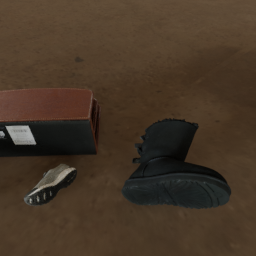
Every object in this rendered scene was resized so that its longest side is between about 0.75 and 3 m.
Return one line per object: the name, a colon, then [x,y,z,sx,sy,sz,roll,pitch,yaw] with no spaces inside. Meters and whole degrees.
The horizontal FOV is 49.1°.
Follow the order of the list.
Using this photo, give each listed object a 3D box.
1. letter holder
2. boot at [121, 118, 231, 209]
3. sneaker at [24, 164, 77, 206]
letter holder: [-2.062,-0.403,7.058,2.599,1.307,1.847,-1,49,2]
boot: [1.032,0.610,5.750,2.362,0.874,1.935,-13,36,41]
sneaker: [-1.696,1.201,6.024,0.507,0.472,1.278,27,38,25]
